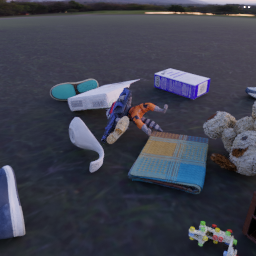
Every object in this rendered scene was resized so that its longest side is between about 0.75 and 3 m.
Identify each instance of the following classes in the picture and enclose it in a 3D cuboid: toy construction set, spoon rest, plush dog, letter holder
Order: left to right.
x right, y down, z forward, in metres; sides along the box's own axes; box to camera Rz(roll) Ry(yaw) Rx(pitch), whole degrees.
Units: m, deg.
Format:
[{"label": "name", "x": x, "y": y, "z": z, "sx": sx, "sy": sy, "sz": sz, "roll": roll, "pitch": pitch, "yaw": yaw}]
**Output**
[{"label": "spoon rest", "x": -1.330, "y": 0.491, "z": 8.965, "sx": 0.634, "sy": 1.039, "sz": 2.090, "roll": -13, "pitch": 47, "yaw": -28}, {"label": "toy construction set", "x": 1.850, "y": 2.348, "z": 5.896, "sx": 1.069, "sy": 0.492, "sz": 0.701, "roll": 28, "pitch": 14, "yaw": 29}, {"label": "plush dog", "x": 3.689, "y": 0.533, "z": 8.475, "sx": 2.489, "sy": 1.997, "sz": 2.137, "roll": -18, "pitch": 32, "yaw": 32}, {"label": "letter holder", "x": 4.080, "y": 1.877, "z": 5.998, "sx": 2.500, "sy": 1.257, "sz": 1.777, "roll": -17, "pitch": 34, "yaw": -29}]

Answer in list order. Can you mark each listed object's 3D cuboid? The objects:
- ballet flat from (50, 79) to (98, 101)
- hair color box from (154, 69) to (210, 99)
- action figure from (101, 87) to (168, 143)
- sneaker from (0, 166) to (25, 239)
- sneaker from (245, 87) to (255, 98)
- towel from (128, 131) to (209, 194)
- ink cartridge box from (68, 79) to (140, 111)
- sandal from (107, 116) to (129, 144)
[{"label": "ballet flat", "x": -2.637, "y": -1.827, "z": 13.637, "sx": 2.483, "sy": 0.862, "sz": 0.862, "roll": -15, "pitch": 31, "yaw": -29}, {"label": "hair color box", "x": 2.717, "y": -2.307, "z": 14.356, "sx": 1.373, "sy": 0.814, "sz": 2.512, "roll": -25, "pitch": 39, "yaw": -38}, {"label": "action figure", "x": 0.040, "y": -0.228, "z": 10.299, "sx": 2.271, "sy": 1.228, "sz": 2.348, "roll": 16, "pitch": 69, "yaw": 34}, {"label": "sneaker", "x": -3.435, "y": 1.761, "z": 6.588, "sx": 1.654, "sy": 0.870, "sz": 2.289, "roll": -10, "pitch": 30, "yaw": -23}, {"label": "sneaker", "x": 6.867, "y": -1.985, "z": 13.492, "sx": 2.373, "sy": 1.024, "sz": 0.921, "roll": -1, "pitch": 28, "yaw": -1}, {"label": "towel", "x": 1.408, "y": 0.934, "z": 8.809, "sx": 2.084, "sy": 0.308, "sz": 2.842, "roll": 9, "pitch": 28, "yaw": 16}, {"label": "ink cartridge box", "x": -0.956, "y": -1.469, "z": 12.422, "sx": 2.174, "sy": 0.677, "sz": 2.701, "roll": -2, "pitch": 17, "yaw": 35}, {"label": "sandal", "x": -0.275, "y": 0.103, "z": 9.459, "sx": 1.108, "sy": 0.406, "sz": 0.364, "roll": -51, "pitch": 20, "yaw": -6}]
